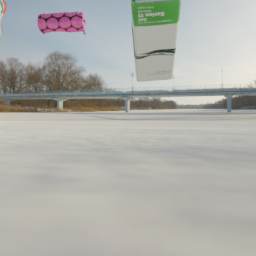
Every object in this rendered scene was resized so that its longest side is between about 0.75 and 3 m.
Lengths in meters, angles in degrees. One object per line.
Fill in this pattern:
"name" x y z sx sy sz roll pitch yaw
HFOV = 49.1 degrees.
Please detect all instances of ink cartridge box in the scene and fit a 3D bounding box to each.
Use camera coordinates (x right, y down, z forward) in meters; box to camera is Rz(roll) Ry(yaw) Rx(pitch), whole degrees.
"ink cartridge box" 0.701 -3.026 8.141 1.188 2.097 2.861 -5 -32 1

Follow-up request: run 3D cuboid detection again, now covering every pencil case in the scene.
"pencil case" -2.435 -3.856 10.394 1.710 0.776 0.801 -2 -3 -5

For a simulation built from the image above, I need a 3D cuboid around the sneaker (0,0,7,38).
"sneaker" -2.402 -1.817 4.790 0.963 0.339 0.450 -45 3 45
